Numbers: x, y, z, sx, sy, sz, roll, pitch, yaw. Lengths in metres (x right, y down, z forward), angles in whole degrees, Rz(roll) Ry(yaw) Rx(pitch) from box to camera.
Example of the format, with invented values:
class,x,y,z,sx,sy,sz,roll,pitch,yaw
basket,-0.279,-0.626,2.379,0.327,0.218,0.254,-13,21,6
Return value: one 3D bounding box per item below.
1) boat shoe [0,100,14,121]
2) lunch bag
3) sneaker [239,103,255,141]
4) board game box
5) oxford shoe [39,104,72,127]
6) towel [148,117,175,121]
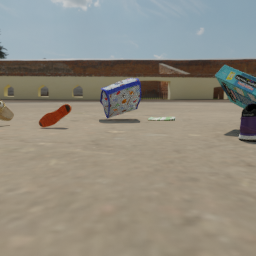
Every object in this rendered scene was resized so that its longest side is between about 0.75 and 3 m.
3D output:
class,x,y,z,sx,sy,sz,roll,pitch,yaw
boat shoe,-4.376,-0.721,9.333,0.495,0.528,1.432,-18,-40,30
lunch bag,-0.320,-1.374,11.969,1.580,1.151,1.858,-21,-15,-13
sneaker,3.185,-0.227,6.865,0.691,0.799,1.825,0,8,31
board game box,3.501,-0.865,7.765,1.465,0.455,1.940,38,4,-45
oxford shoe,-2.320,-0.374,9.061,1.178,0.420,0.429,-28,4,0
towel,1.441,-0.397,11.907,1.091,0.128,0.832,2,7,14
